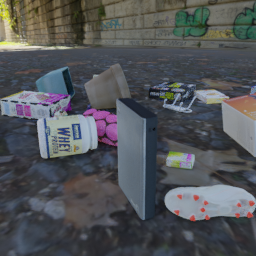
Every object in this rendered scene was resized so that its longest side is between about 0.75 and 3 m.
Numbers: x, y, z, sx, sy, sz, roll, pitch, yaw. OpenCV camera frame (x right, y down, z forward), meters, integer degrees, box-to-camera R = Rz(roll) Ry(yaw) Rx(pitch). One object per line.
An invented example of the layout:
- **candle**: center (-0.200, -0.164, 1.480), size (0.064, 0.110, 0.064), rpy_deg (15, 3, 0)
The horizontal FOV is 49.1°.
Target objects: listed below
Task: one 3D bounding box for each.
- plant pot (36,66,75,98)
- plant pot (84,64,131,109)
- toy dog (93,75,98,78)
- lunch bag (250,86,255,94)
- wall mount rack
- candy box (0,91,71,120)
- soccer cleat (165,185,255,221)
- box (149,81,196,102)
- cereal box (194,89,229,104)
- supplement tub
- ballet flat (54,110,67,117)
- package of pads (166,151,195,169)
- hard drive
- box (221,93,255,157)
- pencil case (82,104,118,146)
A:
- **plant pot**: center (-4.244, -2.429, 16.162), size (1.736, 1.705, 1.700), rpy_deg (-11, 20, 4)
- **plant pot**: center (-1.063, -1.878, 14.271), size (1.993, 2.296, 2.296), rpy_deg (-20, 23, -4)
- **toy dog**: center (-1.290, -2.477, 16.442), size (2.111, 1.519, 2.177), rpy_deg (-2, 16, -44)
- **lunch bag**: center (7.575, -2.104, 16.448), size (0.862, 0.733, 0.534), rpy_deg (-16, 30, -34)
- **wall mount rack**: center (2.675, -1.294, 14.443), size (1.660, 0.619, 1.442), rpy_deg (19, 27, 39)
- **candy box**: center (-4.454, -1.137, 13.674), size (2.789, 0.851, 1.902), rpy_deg (6, 22, 16)
- **soccer cleat**: center (1.857, 1.677, 6.497), size (2.159, 0.748, 0.837), rpy_deg (5, 15, -7)
- **box**: center (2.731, -2.260, 17.044), size (2.111, 0.583, 2.635), rpy_deg (11, 23, 27)
- **cereal box**: center (4.787, -1.835, 16.212), size (1.338, 0.368, 1.860), rpy_deg (-4, 21, -10)
- **supplement tub**: center (-2.014, 0.253, 9.316), size (1.812, 1.314, 1.314), rpy_deg (-7, 22, -16)
- **ballet flat**: center (-3.137, -0.590, 12.733), size (0.423, 0.358, 1.119), rpy_deg (-22, 5, 15)
- **package of pads**: center (1.642, 1.013, 8.780), size (0.824, 0.281, 0.637), rpy_deg (6, 20, 17)
- **hard drive**: center (0.175, 0.661, 6.653), size (0.400, 2.433, 1.698), rpy_deg (-8, 22, -19)
- **box**: center (4.837, -0.255, 10.170), size (1.923, 1.343, 2.526), rpy_deg (-13, 22, -2)
- **pencil case**: center (-0.535, -0.032, 10.304), size (2.613, 1.186, 1.224), rpy_deg (18, 37, 33)
